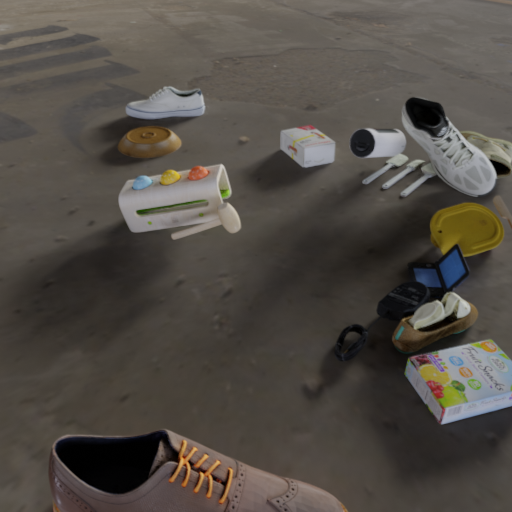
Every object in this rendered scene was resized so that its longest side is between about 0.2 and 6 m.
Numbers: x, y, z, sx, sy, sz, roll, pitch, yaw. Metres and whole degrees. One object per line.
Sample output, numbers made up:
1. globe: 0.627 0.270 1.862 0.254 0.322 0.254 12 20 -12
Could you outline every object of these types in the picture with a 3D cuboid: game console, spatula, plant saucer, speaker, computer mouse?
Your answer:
1. game console: 3.245 0.240 10.051 0.842 0.583 0.986 3 34 3
2. spatula: 3.624 -2.018 13.675 1.407 0.162 2.023 26 42 31
3. plant saucer: -2.898 -3.148 15.169 1.709 0.303 1.709 0 35 0
4. speaker: 2.941 -2.712 13.489 0.689 0.689 1.698 27 25 33
5. computer mouse: 2.071 1.092 9.107 2.224 0.379 0.652 -32 35 -28

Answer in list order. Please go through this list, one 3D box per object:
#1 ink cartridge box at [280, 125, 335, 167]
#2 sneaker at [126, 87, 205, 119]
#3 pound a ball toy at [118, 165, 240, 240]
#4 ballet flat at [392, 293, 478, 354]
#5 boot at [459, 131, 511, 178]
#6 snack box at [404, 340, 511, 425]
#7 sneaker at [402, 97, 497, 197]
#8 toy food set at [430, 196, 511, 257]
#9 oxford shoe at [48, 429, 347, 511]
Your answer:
1. ink cartridge box: 1.331 -2.857 14.530 0.947 0.544 1.305 -15 37 -20
2. sneaker: -2.753 -4.674 16.887 2.365 0.837 0.864 -7 35 -9
3. pound a ball toy: -1.512 -1.119 11.209 2.447 1.039 1.596 -8 34 13
4. ballet flat: 2.928 0.957 8.950 1.816 0.657 0.616 -18 38 -24
5. boot: 5.462 -2.504 13.951 1.815 0.654 1.404 15 38 18
6. snack box: 3.016 1.769 8.022 1.417 0.375 1.008 -9 36 -13
7. sneaker: 4.180 -2.401 12.405 2.792 1.054 1.607 50 19 10
8. toy food set: 4.216 -0.437 11.117 1.880 0.614 1.106 -15 62 -17
9. oxford shoe: -0.653 2.627 6.029 3.393 1.237 1.210 4 35 5
